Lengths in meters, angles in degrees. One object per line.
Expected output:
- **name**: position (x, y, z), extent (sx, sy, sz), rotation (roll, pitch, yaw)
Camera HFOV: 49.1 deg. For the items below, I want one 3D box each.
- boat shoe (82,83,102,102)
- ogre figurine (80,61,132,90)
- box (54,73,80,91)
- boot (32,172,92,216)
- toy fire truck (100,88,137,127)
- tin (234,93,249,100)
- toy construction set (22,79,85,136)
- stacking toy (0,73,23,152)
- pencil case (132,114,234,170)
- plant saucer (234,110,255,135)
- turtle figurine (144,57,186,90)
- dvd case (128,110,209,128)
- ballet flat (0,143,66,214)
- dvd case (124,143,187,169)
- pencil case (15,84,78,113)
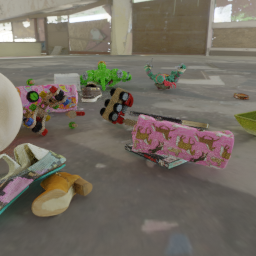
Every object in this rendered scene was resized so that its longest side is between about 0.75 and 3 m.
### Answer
- **boat shoe**: position (-1.669, -1.722, 12.897), extent (0.789, 0.654, 2.197), rotation (1, 18, 4)
- **ogre figurine**: position (-1.293, -2.741, 15.100), extent (2.939, 1.442, 1.762), rotation (15, 0, -3)
- **box**: position (-3.214, -2.406, 14.773), extent (1.243, 0.816, 1.249), rotation (-6, 19, -17)
- **boot**: position (-1.276, 1.075, 4.747), extent (0.844, 0.415, 1.179), rotation (8, 15, 40)
- **toy fire truck**: position (-0.087, -0.507, 8.319), extent (0.735, 1.005, 1.142), rotation (25, -3, 41)
- **tin**: position (5.215, -1.461, 12.904), extent (0.491, 0.183, 0.876), rotation (2, 17, -8)
- **toy construction set**: position (-2.408, -0.502, 8.482), extent (1.786, 1.490, 1.372), rotation (12, -5, -36)
- **stacking toy**: position (-3.570, -0.327, 7.540), extent (2.126, 2.126, 2.910), rotation (-1, -1, -4)
- **pencil case**: position (1.069, 0.268, 5.762), extent (2.036, 0.881, 0.843), rotation (11, 62, 3)
- **plant saucer**: position (4.532, -0.019, 7.808), extent (2.220, 0.532, 2.223), rotation (-10, 20, -29)
- **turtle figurine**: position (1.887, -2.776, 14.901), extent (2.211, 1.487, 2.953), rotation (12, 7, 13)
- **dvd case**: position (1.248, -0.232, 8.120), extent (1.601, 0.172, 2.153), rotation (12, 5, 33)
- **ballet flat**: position (-1.877, 0.750, 4.822), extent (0.780, 0.803, 2.257), rotation (-24, 7, 27)
- **dvd case**: position (0.767, 0.540, 6.651), extent (1.049, 0.158, 1.437), rotation (-13, 21, -40)
- **pencil case**: position (-3.077, -1.057, 10.251), extent (2.439, 1.066, 1.066), rotation (-6, 19, -14)
